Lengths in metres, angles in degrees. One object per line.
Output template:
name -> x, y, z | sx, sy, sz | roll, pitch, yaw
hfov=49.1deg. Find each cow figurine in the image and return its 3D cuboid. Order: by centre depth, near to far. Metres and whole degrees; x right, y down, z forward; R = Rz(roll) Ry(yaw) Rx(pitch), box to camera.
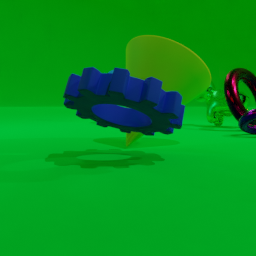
cow figurine -> 2.815, -0.945, 8.619 | 1.730, 1.702, 0.949 | -8, -16, 38

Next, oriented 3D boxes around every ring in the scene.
ring -> 2.927, -0.155, 6.009 | 1.066, 0.213, 1.066 | 1, -27, 0
ring -> 3.208, -0.788, 7.491 | 1.767, 1.767, 0.353 | -4, -14, -37

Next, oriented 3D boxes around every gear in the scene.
gear -> -0.050, -0.255, 3.360 | 1.405, 0.260, 1.405 | 12, -16, 3

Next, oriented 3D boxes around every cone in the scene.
cone -> 0.319, -0.366, 4.501 | 1.524, 1.529, 1.524 | 25, -15, 7

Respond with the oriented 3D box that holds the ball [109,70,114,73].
ball -> -0.383, -1.570, 9.926 | 0.986, 0.986, 0.986 | 0, 5, 0
